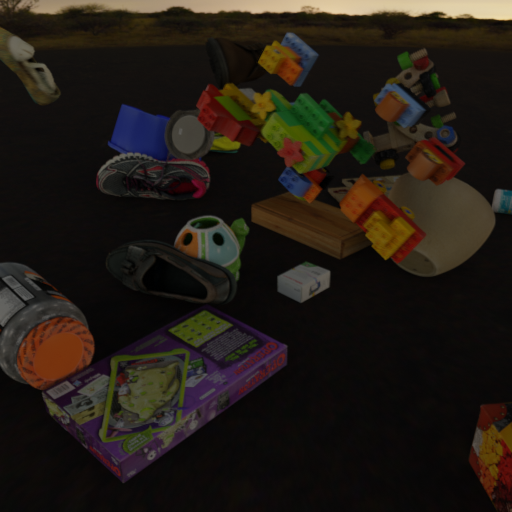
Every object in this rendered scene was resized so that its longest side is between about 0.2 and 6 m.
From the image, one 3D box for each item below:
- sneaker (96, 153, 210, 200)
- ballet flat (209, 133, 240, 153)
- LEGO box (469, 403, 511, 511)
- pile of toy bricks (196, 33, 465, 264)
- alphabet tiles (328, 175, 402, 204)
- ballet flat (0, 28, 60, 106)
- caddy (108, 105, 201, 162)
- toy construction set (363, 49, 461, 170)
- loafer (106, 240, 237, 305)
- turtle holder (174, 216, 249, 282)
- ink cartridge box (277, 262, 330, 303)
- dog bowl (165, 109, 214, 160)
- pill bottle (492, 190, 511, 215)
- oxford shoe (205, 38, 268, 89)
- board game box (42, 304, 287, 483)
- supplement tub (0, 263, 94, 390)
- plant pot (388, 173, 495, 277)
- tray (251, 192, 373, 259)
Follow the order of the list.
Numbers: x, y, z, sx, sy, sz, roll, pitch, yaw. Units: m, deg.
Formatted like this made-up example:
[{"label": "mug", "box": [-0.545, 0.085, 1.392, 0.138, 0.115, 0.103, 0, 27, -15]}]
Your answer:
[{"label": "sneaker", "box": [-2.701, -2.010, 14.650, 2.947, 1.188, 1.100, -4, 37, -2]}, {"label": "ballet flat", "box": [-1.874, -3.877, 18.588, 2.695, 0.903, 0.900, -3, 31, -6]}, {"label": "LEGO box", "box": [3.897, 2.469, 5.990, 2.484, 0.958, 1.850, -3, 27, -6]}, {"label": "pile of toy bricks", "box": [0.934, -1.876, 8.968, 4.518, 2.506, 2.230, 46, 37, 15]}, {"label": "alphabet tiles", "box": [3.781, -1.395, 14.578, 3.186, 0.121, 3.829, -6, 28, -11]}, {"label": "ballet flat", "box": [-4.187, -3.512, 10.230, 0.607, 1.718, 0.607, -12, 50, 14]}, {"label": "caddy", "box": [-2.930, -3.224, 16.453, 2.365, 1.756, 3.345, 8, 15, -35]}, {"label": "toy construction set", "box": [2.751, -2.626, 10.677, 1.795, 1.948, 2.336, -20, 8, 25]}, {"label": "loafer", "box": [-1.685, 0.299, 10.092, 2.679, 0.962, 0.842, 12, 11, 22]}, {"label": "turtle holder", "box": [-0.802, -0.135, 10.902, 1.664, 1.182, 1.264, -9, 28, -17]}, {"label": "ink cartridge box", "box": [0.895, 0.486, 10.579, 0.615, 0.370, 0.846, 23, 33, 39]}, {"label": "dog bowl", "box": [-1.660, -3.067, 14.236, 1.333, 1.333, 0.391, 12, 7, 23]}, {"label": "pill bottle", "box": [6.442, -1.306, 13.881, 1.049, 0.581, 0.581, 9, 28, 19]}, {"label": "oxford shoe", "box": [-0.313, -3.981, 11.278, 1.195, 1.028, 2.830, -14, 17, 10]}, {"label": "board game box", "box": [-1.205, 1.750, 8.053, 1.828, 0.492, 3.046, 19, 32, 40]}, {"label": "supplement tub", "box": [-3.423, 1.041, 8.416, 1.329, 1.329, 2.170, -22, 35, -37]}, {"label": "plant pot", "box": [3.352, -0.436, 10.965, 2.105, 2.105, 1.413, 19, 65, 33]}, {"label": "tray", "box": [1.320, -0.794, 12.973, 1.363, 0.512, 2.763, -22, 34, -37]}]
